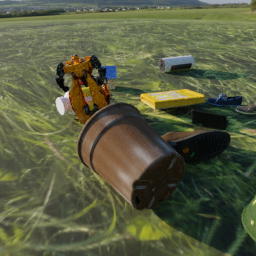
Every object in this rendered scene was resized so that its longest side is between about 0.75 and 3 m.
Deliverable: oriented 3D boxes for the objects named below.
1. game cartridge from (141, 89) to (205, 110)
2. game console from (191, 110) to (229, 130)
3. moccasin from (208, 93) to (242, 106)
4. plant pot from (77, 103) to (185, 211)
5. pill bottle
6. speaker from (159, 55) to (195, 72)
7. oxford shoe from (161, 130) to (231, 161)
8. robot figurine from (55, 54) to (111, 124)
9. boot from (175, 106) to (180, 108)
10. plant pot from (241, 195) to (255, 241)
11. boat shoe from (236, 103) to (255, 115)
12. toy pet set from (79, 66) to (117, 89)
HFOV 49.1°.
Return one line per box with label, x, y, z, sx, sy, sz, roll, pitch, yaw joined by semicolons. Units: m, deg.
game cartridge;1.965;-1.337;12.475;2.362;0.383;2.082;-10;18;-11
game console;3.186;-0.457;10.809;1.297;0.755;1.140;14;31;25
moccasin;4.415;-1.334;12.786;1.511;0.515;0.608;1;27;1
plant pot;0.142;0.791;7.155;2.167;2.167;2.146;-18;40;-31
pill bottle;-2.061;-1.138;11.865;1.802;1.009;1.009;-20;33;-34
speaker;3.074;-4.072;17.755;2.183;0.886;0.886;-11;29;-22
oxford shoe;1.852;0.434;8.784;2.820;1.025;1.190;-7;26;-13
robot figurine;-1.560;-1.468;10.385;1.900;2.620;0.763;-11;27;7
boot;2.108;-1.082;12.645;0.496;0.263;0.754;12;18;28
plant pot;3.460;1.562;5.977;1.684;1.548;1.684;0;28;0
boat shoe;5.344;-0.835;11.854;1.438;0.473;0.514;8;28;16
toy pet set;-1.619;-2.577;14.512;2.052;1.167;2.198;-4;28;-7
